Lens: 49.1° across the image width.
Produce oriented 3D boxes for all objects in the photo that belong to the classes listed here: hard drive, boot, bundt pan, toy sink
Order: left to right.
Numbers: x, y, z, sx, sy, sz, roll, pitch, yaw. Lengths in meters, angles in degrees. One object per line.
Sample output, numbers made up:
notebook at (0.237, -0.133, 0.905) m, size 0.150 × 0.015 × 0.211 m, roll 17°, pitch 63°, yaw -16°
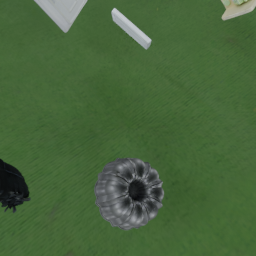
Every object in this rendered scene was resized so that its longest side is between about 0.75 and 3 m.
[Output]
boot at (-2.297, 0.635, 4.816) m, size 0.592 × 1.311 × 1.600 m, roll -28°, pitch 70°, yaw -6°
hard drive at (0.082, -2.269, 6.475) m, size 1.064 × 0.701 × 0.140 m, roll 41°, pitch 95°, yaw -3°
bundt pan at (0.109, 1.204, 5.305) m, size 1.413 × 0.530 × 1.413 m, roll 9°, pitch 70°, yaw -27°
toy sink at (3.207, -4.049, 8.004) m, size 0.878 × 1.022 × 1.568 m, roll 42°, pitch 71°, yaw -27°

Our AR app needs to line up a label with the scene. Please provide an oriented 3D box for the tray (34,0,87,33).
tray at (-2.053, -4.036, 8.059) m, size 0.300 × 2.702 × 1.451 m, roll 31°, pitch 88°, yaw 25°
